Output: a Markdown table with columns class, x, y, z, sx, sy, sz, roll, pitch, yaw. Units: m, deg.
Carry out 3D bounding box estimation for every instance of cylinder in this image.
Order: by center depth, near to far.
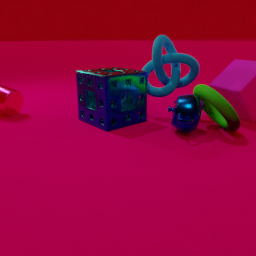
| class | x | y | z | sx | sy | sz | roll | pitch | yaw |
| --- | --- | --- | --- | --- | --- | --- | --- | --- | --- |
| cylinder | -3.559 | -0.808 | 8.041 | 0.760 | 0.760 | 0.760 | 18 | 24 | 17 |

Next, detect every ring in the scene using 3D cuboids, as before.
| class | x | y | z | sx | sy | sz | roll | pitch | yaw |
| --- | --- | --- | --- | --- | --- | --- | --- | --- | --- |
| ring | 2.084 | -0.469 | 6.634 | 0.281 | 1.406 | 1.406 | -42 | 23 | 2 |

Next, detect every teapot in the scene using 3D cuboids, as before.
| class | x | y | z | sx | sy | sz | roll | pitch | yaw |
| --- | --- | --- | --- | --- | --- | --- | --- | --- | --- |
| teapot | 1.309 | -0.383 | 6.616 | 0.739 | 0.939 | 1.510 | 15 | 23 | 3 |

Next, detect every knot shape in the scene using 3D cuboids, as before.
| class | x | y | z | sx | sy | sz | roll | pitch | yaw |
| --- | --- | --- | --- | --- | --- | --- | --- | --- | --- |
| knot shape | 1.019 | -1.545 | 7.722 | 1.579 | 1.688 | 0.780 | -48 | 20 | -4 |

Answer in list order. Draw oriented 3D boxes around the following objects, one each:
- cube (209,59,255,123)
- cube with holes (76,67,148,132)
| class | x | y | z | sx | sy | sz | roll | pitch | yaw |
| --- | --- | --- | --- | --- | --- | --- | --- | --- | --- |
| cube | 3.158 | -1.034 | 7.621 | 1.131 | 1.131 | 1.131 | -44 | 31 | -9 |
| cube with holes | -0.427 | -0.838 | 7.412 | 1.334 | 1.334 | 1.334 | -15 | 24 | -38 |
